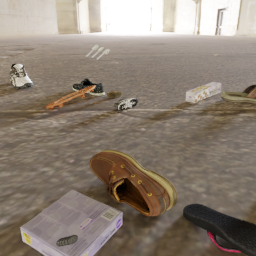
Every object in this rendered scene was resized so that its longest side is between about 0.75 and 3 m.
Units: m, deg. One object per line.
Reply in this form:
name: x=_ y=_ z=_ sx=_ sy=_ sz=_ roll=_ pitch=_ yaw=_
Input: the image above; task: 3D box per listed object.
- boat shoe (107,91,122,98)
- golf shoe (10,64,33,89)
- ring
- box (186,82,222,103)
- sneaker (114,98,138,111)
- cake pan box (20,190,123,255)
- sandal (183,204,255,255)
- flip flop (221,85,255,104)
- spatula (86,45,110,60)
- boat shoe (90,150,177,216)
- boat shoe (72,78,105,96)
boat shoe: x=-0.680 y=-1.559 z=13.014 sx=0.299 sy=0.319 sz=0.886 roll=11 pitch=19 yaw=37
golf shoe: x=-5.751 y=-2.762 z=14.790 sx=0.931 sy=1.131 sz=2.394 roll=-17 pitch=30 yaw=-36
ring: x=-2.299 y=-1.214 z=11.333 sx=2.162 sy=0.207 sz=2.162 roll=-21 pitch=14 yaw=5
box: x=3.561 y=-1.698 z=13.088 sx=2.429 sy=0.470 sz=0.503 roll=-21 pitch=31 yaw=-41
sneaker: x=-0.103 y=-1.041 z=11.650 sx=0.546 sy=0.401 sz=1.207 roll=23 pitch=34 yaw=37
cake pan box: x=-0.977 y=1.769 z=5.123 sx=1.304 sy=0.370 sz=1.416 roll=16 pitch=28 yaw=28
sandal: x=1.740 y=1.861 z=4.972 sx=0.713 sy=0.428 sz=1.900 roll=-7 pitch=9 yaw=-29
flip flop: x=5.467 y=-1.564 z=12.444 sx=2.548 sy=0.733 sz=1.033 roll=3 pitch=23 yaw=7
spatula: x=-1.173 y=-2.886 z=10.788 sx=0.663 sy=0.077 sz=0.954 roll=7 pitch=-18 yaw=-33
boat shoe: x=-0.092 y=1.128 z=6.014 sx=2.319 sy=0.835 sz=0.783 roll=23 pitch=30 yaw=38
boat shoe: x=-1.977 y=-2.086 z=13.749 sx=2.018 sy=0.669 sz=0.754 roll=20 pitch=30 yaw=39
